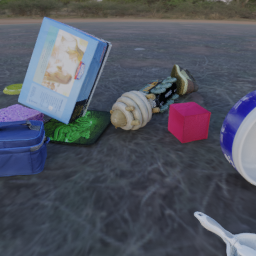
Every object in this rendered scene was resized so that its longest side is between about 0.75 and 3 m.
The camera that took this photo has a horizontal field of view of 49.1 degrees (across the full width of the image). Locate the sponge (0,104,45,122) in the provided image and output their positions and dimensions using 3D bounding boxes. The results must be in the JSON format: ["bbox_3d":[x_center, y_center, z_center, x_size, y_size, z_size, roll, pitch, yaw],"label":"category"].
[{"bbox_3d":[-4.276,-0.112,9.117,1.497,0.400,2.684,17,31,32],"label":"sponge"}]

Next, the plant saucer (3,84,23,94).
[{"bbox_3d":[-5.131,-1.830,12.955,1.219,0.189,1.219,0,25,0],"label":"plant saucer"}]

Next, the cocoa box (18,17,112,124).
[{"bbox_3d":[-1.925,-1.765,8.827,1.787,2.680,1.759,25,16,3],"label":"cocoa box"}]

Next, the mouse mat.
[{"bbox_3d":[-1.721,-0.134,9.459,2.177,0.102,2.706,6,26,12],"label":"mouse mat"}]

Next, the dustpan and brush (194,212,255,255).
[{"bbox_3d":[1.865,2.022,4.500,1.341,0.550,1.921,-23,34,-39],"label":"dustpan and brush"}]

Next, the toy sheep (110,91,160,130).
[{"bbox_3d":[0.237,-0.605,9.139,1.983,1.367,1.367,-28,37,-33],"label":"toy sheep"}]

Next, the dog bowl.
[{"bbox_3d":[3.290,0.204,6.373,2.202,2.202,0.867,-5,24,-10],"label":"dog bowl"}]

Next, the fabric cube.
[{"bbox_3d":[1.883,-0.200,8.708,0.939,0.921,0.936,-8,27,-18],"label":"fabric cube"}]

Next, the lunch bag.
[{"bbox_3d":[-2.874,0.418,7.108,1.784,1.180,1.212,-5,26,-8],"label":"lunch bag"}]

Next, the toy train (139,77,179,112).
[{"bbox_3d":[1.107,-1.319,11.095,1.375,1.028,2.413,0,25,30],"label":"toy train"}]

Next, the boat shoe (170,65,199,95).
[{"bbox_3d":[2.548,-2.171,12.860,0.940,1.022,2.860,10,25,-5],"label":"boat shoe"}]
